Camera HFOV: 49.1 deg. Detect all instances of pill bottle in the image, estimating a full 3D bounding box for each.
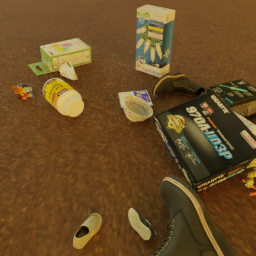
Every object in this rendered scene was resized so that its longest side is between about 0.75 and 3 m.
[{"bbox_3d":[-2.528,-1.184,11.049,1.039,1.039,1.901,-25,43,-29],"label":"pill bottle"},{"bbox_3d":[3.794,0.207,9.326,0.967,0.967,1.707,-19,42,-23],"label":"pill bottle"}]

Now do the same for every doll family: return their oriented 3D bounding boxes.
[{"bbox_3d":[-4.586,-1.691,12.140,0.737,0.535,1.188,-15,40,-18],"label":"doll family"}]

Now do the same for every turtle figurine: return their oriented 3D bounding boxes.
[{"bbox_3d":[3.660,1.151,8.400,1.891,0.609,1.525,-30,47,-33],"label":"turtle figurine"}]

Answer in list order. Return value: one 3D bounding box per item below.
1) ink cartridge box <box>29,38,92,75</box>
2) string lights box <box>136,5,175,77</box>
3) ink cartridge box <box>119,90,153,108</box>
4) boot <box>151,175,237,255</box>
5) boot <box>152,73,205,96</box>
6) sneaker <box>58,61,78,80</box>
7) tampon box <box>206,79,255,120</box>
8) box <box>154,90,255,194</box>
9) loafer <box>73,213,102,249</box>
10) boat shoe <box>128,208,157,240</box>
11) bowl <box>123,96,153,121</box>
[{"bbox_3d":[-3.564,-3.731,14.492,2.995,0.888,1.555,-21,43,-25],"label":"ink cartridge box"},{"bbox_3d":[1.233,-4.059,13.209,1.523,2.965,0.874,25,44,28],"label":"string lights box"},{"bbox_3d":[0.295,-1.116,11.603,1.248,0.273,1.260,-5,36,-6],"label":"ink cartridge box"},{"bbox_3d":[0.932,2.471,6.405,1.972,1.104,2.851,-19,40,-15],"label":"boot"},{"bbox_3d":[2.188,-1.678,11.987,2.084,0.807,1.442,-30,52,-32],"label":"boot"},{"bbox_3d":[-2.877,-2.641,13.390,0.672,0.637,1.669,-19,33,-14],"label":"sneaker"},{"bbox_3d":[4.031,-0.985,10.759,1.737,1.097,1.302,-15,40,-19],"label":"tampon box"},{"bbox_3d":[2.401,0.308,8.668,2.290,0.663,2.881,-23,49,-2],"label":"box"},{"bbox_3d":[-0.978,2.480,6.895,0.384,0.347,1.016,17,41,21],"label":"loafer"},{"bbox_3d":[0.341,2.415,7.064,0.339,0.360,1.003,11,20,-39],"label":"boat shoe"},{"bbox_3d":[0.277,-0.624,10.600,1.217,0.571,1.217,20,35,-15],"label":"bowl"}]
